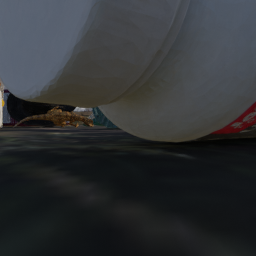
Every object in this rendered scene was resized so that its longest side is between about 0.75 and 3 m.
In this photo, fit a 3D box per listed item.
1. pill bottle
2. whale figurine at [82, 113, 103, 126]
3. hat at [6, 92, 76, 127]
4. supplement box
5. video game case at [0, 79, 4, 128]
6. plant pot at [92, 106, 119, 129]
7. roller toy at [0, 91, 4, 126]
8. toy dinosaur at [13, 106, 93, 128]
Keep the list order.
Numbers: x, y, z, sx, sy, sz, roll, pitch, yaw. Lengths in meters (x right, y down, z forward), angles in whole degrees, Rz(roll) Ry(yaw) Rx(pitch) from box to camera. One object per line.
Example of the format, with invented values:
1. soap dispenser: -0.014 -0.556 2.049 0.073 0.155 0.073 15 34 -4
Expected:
1. pill bottle: 0.489 -0.542 1.652 2.223 1.231 1.231 0 1 -42
2. whale figurine: -1.070 -0.411 12.408 1.889 0.980 1.503 -29 5 -37
3. hat: -3.108 -1.340 10.224 2.706 2.706 1.092 0 -41 -12
4. supplement box: -3.982 -0.794 11.670 2.849 1.470 1.865 0 1 7
5. video game case: -3.650 -0.619 6.284 1.574 1.427 0.282 0 36 -28
6. plant pot: -0.086 -0.571 6.555 1.349 1.349 1.321 0 8 26
7. roller toy: -3.157 -0.442 5.547 1.346 0.941 1.228 0 1 -28
8. toy dinosaur: -2.272 -0.356 8.746 2.359 0.712 1.253 -1 2 -18
